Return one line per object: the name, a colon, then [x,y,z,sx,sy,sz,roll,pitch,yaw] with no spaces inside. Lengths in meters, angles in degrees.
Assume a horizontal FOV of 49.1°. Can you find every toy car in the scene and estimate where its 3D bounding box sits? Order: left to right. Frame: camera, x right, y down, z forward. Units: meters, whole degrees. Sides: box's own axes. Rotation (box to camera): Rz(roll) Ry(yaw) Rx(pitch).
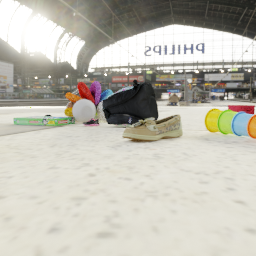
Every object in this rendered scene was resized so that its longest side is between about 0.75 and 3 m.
toy car: [-1.949,-1.404,14.859,2.855,2.141,2.499,-3,6,-26]

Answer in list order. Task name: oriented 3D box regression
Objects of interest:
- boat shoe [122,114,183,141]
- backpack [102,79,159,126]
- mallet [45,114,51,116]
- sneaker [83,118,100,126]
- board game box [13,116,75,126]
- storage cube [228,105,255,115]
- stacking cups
boat shoe: [0.745,-0.025,8.220,2.224,0.697,0.815,-5,8,-42]
backpack: [0.083,-0.867,12.178,2.354,1.965,1.490,-12,-6,32]
mallet: [-3.860,-0.545,15.791,1.757,0.362,0.579,2,-1,-38]
sneaker: [-1.635,-0.270,12.417,0.784,0.374,0.310,-1,7,9]
board game box: [-3.966,-0.353,13.337,2.369,0.345,1.594,2,7,23]
storage cube: [5.380,-0.639,13.350,0.875,0.920,1.024,-2,7,-24]
stacking cups: [3.552,-0.113,8.396,0.882,0.882,2.916,-2,7,-24]
